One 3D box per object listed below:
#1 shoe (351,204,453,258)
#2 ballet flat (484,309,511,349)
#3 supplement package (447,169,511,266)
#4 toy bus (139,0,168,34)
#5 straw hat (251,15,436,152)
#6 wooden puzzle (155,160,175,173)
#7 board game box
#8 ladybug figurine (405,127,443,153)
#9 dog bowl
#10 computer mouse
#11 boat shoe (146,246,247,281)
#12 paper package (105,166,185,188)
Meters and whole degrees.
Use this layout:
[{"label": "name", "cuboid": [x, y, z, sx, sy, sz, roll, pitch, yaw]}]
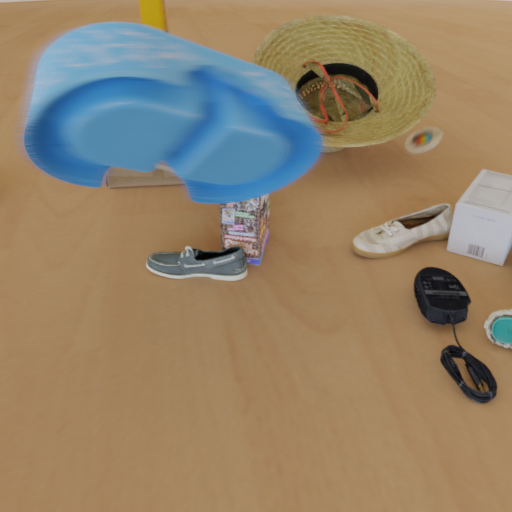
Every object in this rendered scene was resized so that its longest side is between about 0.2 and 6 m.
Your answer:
[{"label": "shoe", "cuboid": [2.772, -0.510, 10.530, 2.241, 0.598, 0.784, -14, 35, -21]}, {"label": "ballet flat", "cuboid": [4.306, 1.092, 7.978, 1.988, 0.713, 0.713, 11, 34, 17]}, {"label": "supplement package", "cuboid": [4.449, -0.776, 10.563, 1.049, 1.011, 1.845, 19, 37, 28]}, {"label": "toy bus", "cuboid": [-1.526, -3.531, 8.343, 0.359, 1.103, 0.432, -5, 11, -3]}, {"label": "straw hat", "cuboid": [1.950, -3.815, 14.243, 4.778, 2.022, 4.778, 2, 57, -4]}, {"label": "wooden puzzle", "cuboid": [-0.794, -1.868, 9.600, 2.421, 0.283, 1.633, 12, 53, 17]}, {"label": "board game box", "cuboid": [-0.182, -0.764, 10.119, 0.708, 1.461, 1.165, 5, 32, 8]}, {"label": "ladybug figurine", "cuboid": [3.390, -2.300, 11.260, 0.763, 0.274, 0.518, -13, 63, 27]}, {"label": "dog bowl", "cuboid": [-0.960, -1.732, 7.317, 3.976, 2.216, 0.986, 5, 63, -39]}, {"label": "computer mouse", "cuboid": [2.862, 1.106, 8.232, 0.774, 0.450, 2.642, 5, 38, -2]}, {"label": "boat shoe", "cuboid": [-1.036, 0.033, 9.703, 1.789, 0.553, 0.651, 5, 32, 7]}, {"label": "paper package", "cuboid": [-2.266, -2.737, 13.413, 2.593, 1.341, 2.471, -4, 32, -5]}]
